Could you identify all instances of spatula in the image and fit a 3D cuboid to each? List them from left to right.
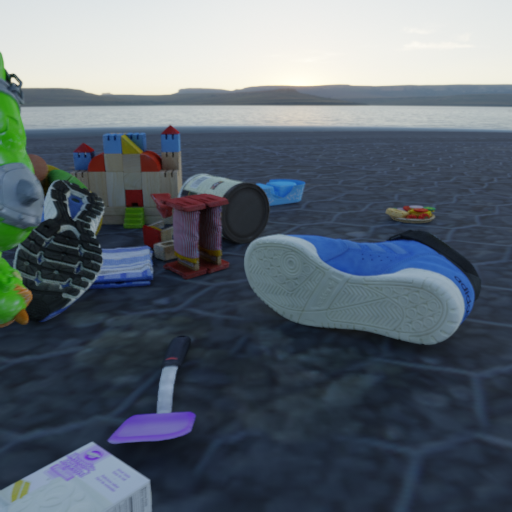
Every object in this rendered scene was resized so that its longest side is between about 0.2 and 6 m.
[{"bbox_3d":[-0.886,1.281,5.709,0.675,0.245,2.389,-4,16,1],"label":"spatula"}]

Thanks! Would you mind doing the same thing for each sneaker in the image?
[{"bbox_3d":[-3.040,0.070,8.545,1.169,1.327,2.977,24,27,-19],"label":"sneaker"},{"bbox_3d":[1.437,0.252,7.594,3.038,1.166,1.690,10,19,34],"label":"sneaker"}]

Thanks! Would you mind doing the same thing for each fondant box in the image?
[{"bbox_3d":[-1.365,1.789,3.922,0.739,0.298,1.024,13,20,38],"label":"fondant box"}]

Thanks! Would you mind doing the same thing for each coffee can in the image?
[{"bbox_3d":[-0.704,-1.024,11.718,1.227,1.227,1.677,-12,20,-36],"label":"coffee can"}]

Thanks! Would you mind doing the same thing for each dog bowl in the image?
[{"bbox_3d":[0.371,-1.723,15.354,2.099,0.520,1.170,-10,19,-32],"label":"dog bowl"}]

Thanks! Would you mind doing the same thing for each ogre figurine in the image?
[{"bbox_3d":[-3.529,-0.121,5.720,3.927,1.927,2.354,-40,57,-10],"label":"ogre figurine"}]

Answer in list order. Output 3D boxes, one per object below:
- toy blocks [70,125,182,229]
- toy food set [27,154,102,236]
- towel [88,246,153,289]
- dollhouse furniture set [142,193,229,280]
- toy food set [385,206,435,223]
[{"bbox_3d":[-2.966,-1.872,12.899,3.201,2.188,1.599,-1,17,-1],"label":"toy blocks"},{"bbox_3d":[-4.159,-1.201,10.753,2.537,1.493,0.829,34,-24,-3],"label":"toy food set"},{"bbox_3d":[-2.406,0.173,9.519,1.310,0.212,1.784,-4,17,-10],"label":"towel"},{"bbox_3d":[-1.509,-0.519,10.024,0.948,1.255,2.332,-14,22,-38],"label":"dollhouse furniture set"},{"bbox_3d":[3.709,-1.010,13.389,1.094,0.266,1.083,10,19,31],"label":"toy food set"}]
